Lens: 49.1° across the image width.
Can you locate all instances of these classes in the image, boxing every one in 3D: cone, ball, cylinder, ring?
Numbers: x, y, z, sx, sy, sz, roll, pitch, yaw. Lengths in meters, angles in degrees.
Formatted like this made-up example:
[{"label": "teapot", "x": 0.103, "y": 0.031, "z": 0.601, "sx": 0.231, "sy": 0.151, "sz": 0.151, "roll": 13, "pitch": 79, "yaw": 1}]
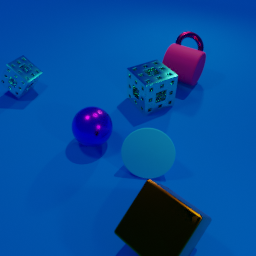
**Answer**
[{"label": "cone", "x": 0.518, "y": 0.412, "z": 6.903, "sx": 1.228, "sy": 1.228, "sz": 1.232, "roll": 5, "pitch": 17, "yaw": 5}, {"label": "ball", "x": -0.901, "y": -0.033, "z": 7.075, "sx": 1.031, "sy": 1.031, "sz": 1.031, "roll": 0, "pitch": 43, "yaw": 0}, {"label": "cylinder", "x": 1.810, "y": -2.062, "z": 9.111, "sx": 1.095, "sy": 1.095, "sz": 1.095, "roll": 24, "pitch": 48, "yaw": 22}, {"label": "ring", "x": 2.292, "y": -3.045, "z": 10.425, "sx": 1.123, "sy": 0.225, "sz": 1.123, "roll": 1, "pitch": 84, "yaw": -12}]

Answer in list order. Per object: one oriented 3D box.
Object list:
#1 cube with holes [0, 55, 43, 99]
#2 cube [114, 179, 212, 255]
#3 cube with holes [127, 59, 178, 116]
[{"label": "cube with holes", "x": -3.302, "y": -1.577, "z": 8.631, "sx": 0.788, "sy": 0.788, "sz": 0.788, "roll": 42, "pitch": 38, "yaw": -9}, {"label": "cube", "x": 0.641, "y": 1.698, "z": 4.880, "sx": 1.086, "sy": 1.086, "sz": 1.086, "roll": 32, "pitch": 87, "yaw": 30}, {"label": "cube with holes", "x": 0.686, "y": -1.214, "z": 8.354, "sx": 1.067, "sy": 1.067, "sz": 1.067, "roll": -21, "pitch": 47, "yaw": -21}]
